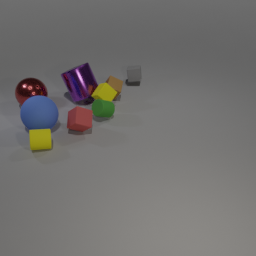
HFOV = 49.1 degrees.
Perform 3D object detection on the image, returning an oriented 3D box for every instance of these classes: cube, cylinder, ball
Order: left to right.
[{"bbox_3d":[-4.309,-1.547,12.524,1.400,1.400,1.400,0,30,0],"label":"ball"},{"bbox_3d":[-3.374,-0.535,10.708,1.400,1.400,1.400,0,30,0],"label":"ball"},{"bbox_3d":[-3.054,0.397,9.773,0.700,0.700,0.700,-3,30,-17],"label":"cylinder"},{"bbox_3d":[-1.828,-0.327,10.615,0.700,0.700,0.700,15,-24,-37],"label":"cube"},{"bbox_3d":[-2.204,-2.138,13.048,1.400,1.400,1.400,-21,17,7],"label":"cylinder"},{"bbox_3d":[-1.024,-0.805,11.580,0.700,0.700,0.700,27,14,37],"label":"cylinder"},{"bbox_3d":[-1.045,-1.492,12.365,0.700,0.700,0.700,-58,26,-14],"label":"cube"},{"bbox_3d":[-0.728,-1.907,13.227,0.700,0.700,0.700,22,56,-19],"label":"cube"},{"bbox_3d":[0.342,-2.910,14.979,0.700,0.700,0.700,-4,26,7],"label":"cube"}]
